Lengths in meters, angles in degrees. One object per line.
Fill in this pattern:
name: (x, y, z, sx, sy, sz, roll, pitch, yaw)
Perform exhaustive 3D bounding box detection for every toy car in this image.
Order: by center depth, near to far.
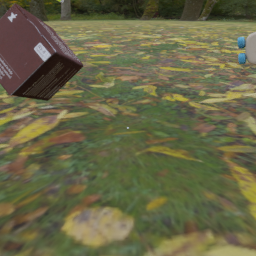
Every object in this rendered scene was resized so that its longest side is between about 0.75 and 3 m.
toy car: (3.289, -1.980, 7.135, 0.822, 0.788, 0.891, -2, 6, 28)

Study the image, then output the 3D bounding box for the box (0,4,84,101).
box: (-1.036, -0.767, 3.080, 0.659, 0.652, 0.794, 51, 10, 6)

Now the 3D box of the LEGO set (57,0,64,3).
LEGO set: (-1.875, -3.961, 8.307, 1.060, 0.395, 0.488, 23, -6, 15)
